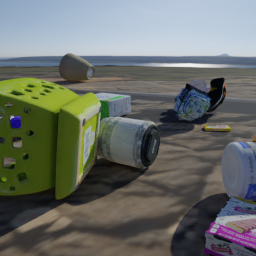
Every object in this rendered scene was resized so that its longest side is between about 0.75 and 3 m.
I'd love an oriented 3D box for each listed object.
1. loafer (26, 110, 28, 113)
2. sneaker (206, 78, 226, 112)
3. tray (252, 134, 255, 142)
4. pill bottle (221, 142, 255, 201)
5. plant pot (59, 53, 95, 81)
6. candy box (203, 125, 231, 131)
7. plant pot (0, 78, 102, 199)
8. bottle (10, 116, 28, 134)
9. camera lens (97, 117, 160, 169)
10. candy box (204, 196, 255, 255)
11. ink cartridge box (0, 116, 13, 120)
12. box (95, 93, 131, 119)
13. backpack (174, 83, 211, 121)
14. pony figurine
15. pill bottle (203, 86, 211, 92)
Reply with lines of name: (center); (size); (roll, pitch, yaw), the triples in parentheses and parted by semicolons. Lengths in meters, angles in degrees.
loafer: (-4.079, -0.741, 12.410); (0.892, 0.782, 2.483); (2, 16, 6)
sneaker: (4.298, -1.377, 13.560); (0.868, 1.117, 2.483); (-2, 41, 34)
tray: (4.831, 0.536, 8.828); (1.637, 0.303, 0.808); (8, 17, 28)
pill bottle: (3.197, 0.900, 5.849); (2.148, 1.222, 1.222); (0, 16, 0)
plant pot: (-4.699, -5.624, 27.070); (2.837, 2.657, 2.657); (20, 23, 25)
candy box: (3.506, -0.005, 11.037); (0.965, 0.127, 0.493); (1, 18, 4)
plant pot: (-1.897, 0.194, 6.550); (2.131, 2.348, 2.336); (10, 17, 7)
bottle: (-3.594, -0.298, 10.948); (0.935, 0.731, 2.240); (2, 16, 16)
camera lens: (0.007, 0.369, 7.635); (1.569, 1.255, 1.255); (9, 18, 29)
candy box: (1.932, 1.675, 4.579); (0.931, 0.416, 1.365); (10, 18, 34)
ink cartridge box: (-4.906, -0.101, 10.678); (1.196, 0.498, 0.868); (-9, 18, -28)
box: (-1.074, -1.061, 13.372); (1.882, 0.910, 1.661); (11, 21, 36)
backpack: (2.733, -0.982, 12.072); (1.264, 1.381, 1.015); (22, 28, -23)
pony figurine: (3.445, -1.660, 14.610); (1.889, 1.629, 1.957); (-8, 9, 34)
pill bottle: (4.474, -1.966, 16.284); (1.003, 1.003, 1.787); (0, 14, 1)
